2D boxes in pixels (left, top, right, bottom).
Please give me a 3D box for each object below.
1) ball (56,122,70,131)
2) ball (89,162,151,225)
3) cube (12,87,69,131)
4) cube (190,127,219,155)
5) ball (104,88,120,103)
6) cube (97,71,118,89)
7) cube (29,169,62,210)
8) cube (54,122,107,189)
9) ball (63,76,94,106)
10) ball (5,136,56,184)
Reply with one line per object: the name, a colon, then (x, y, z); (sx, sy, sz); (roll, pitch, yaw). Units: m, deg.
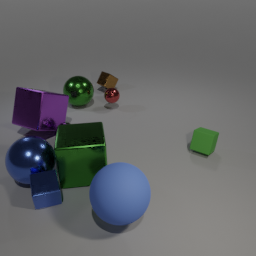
ball: (-2.300, 0.139, 10.298); (0.700, 0.700, 0.700); (0, 29, 0)
ball: (-0.180, 1.490, 6.411); (1.400, 1.400, 1.400); (0, 29, 0)
cube: (-3.296, -0.706, 10.596); (1.400, 1.400, 1.400); (13, 7, 29)
cube: (2.614, 0.431, 9.574); (0.700, 0.700, 0.700); (18, 17, 28)
ball: (-0.716, -1.452, 12.504); (0.700, 0.700, 0.700); (0, 29, 0)
cube: (-1.065, -2.442, 14.580); (0.700, 0.700, 0.700); (27, 4, 42)
cube: (-2.181, 1.632, 7.446); (0.700, 0.700, 0.700); (-10, 49, -17)
cube: (-1.373, 0.777, 8.412); (1.400, 1.400, 1.400); (-5, 29, -7)
ball: (-2.270, -1.691, 12.866); (1.400, 1.400, 1.400); (0, 29, 0)
ball: (-2.819, 0.931, 8.155); (1.400, 1.400, 1.400); (0, 29, 0)
